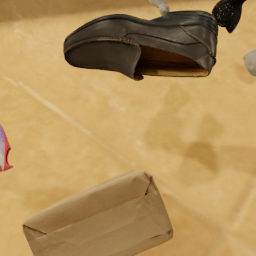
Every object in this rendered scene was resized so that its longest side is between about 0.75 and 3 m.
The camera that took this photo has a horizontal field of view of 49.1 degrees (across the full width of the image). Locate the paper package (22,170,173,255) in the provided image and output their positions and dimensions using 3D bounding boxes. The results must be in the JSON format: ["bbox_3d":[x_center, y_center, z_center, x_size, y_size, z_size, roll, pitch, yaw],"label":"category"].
[{"bbox_3d":[-0.491,1.662,5.206,2.140,2.246,1.162,-21,84,-5],"label":"paper package"}]

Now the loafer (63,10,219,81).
[{"bbox_3d":[0.105,-1.262,4.666,2.703,0.984,0.977,-3,61,18],"label":"loafer"}]

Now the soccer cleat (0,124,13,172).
[{"bbox_3d":[-1.722,0.177,3.754,0.303,0.282,0.827,-6,81,-10],"label":"soccer cleat"}]

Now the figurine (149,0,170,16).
[{"bbox_3d":[0.920,-3.954,8.306,0.511,1.187,1.158,-20,55,4],"label":"figurine"}]

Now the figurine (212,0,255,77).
[{"bbox_3d":[3.111,-2.479,6.534,1.116,2.529,2.592,-27,83,-12],"label":"figurine"}]
